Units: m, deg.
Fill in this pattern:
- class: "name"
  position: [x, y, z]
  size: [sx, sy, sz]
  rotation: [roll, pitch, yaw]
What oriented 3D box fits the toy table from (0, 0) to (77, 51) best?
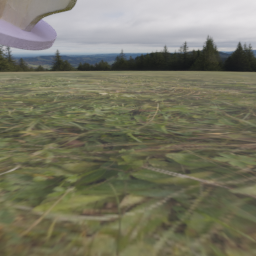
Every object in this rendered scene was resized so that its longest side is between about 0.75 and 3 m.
- class: "toy table"
  position: [-2.365, -2.857, 6.112]
  size: [2.469, 1.573, 2.686]
  rotation: [35, 25, -2]
